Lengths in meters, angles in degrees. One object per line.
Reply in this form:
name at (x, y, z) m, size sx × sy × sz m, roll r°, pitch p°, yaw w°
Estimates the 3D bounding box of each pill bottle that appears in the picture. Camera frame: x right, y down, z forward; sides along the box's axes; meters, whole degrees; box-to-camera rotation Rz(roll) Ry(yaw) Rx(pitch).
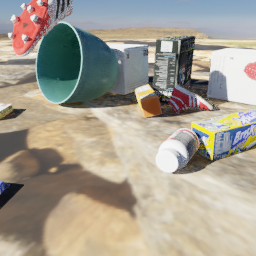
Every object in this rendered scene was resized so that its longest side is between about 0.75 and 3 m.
pill bottle at (0.971, 0.448, 5.533) m, size 0.604 × 0.604 × 1.092 m, roll 11°, pitch 24°, yaw 27°

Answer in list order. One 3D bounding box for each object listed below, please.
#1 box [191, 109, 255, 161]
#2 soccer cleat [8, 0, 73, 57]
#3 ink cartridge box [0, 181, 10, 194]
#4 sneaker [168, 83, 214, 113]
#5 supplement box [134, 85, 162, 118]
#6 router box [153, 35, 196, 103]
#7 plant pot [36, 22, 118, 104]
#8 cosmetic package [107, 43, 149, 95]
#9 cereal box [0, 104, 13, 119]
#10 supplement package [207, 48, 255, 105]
box at (2.455, 0.096, 6.365) m, size 2.101 × 0.676 × 0.736 m, roll -10°, pitch 24°, yaw -27°
soccer cleat at (-1.712, -2.540, 6.077) m, size 0.827 × 2.411 × 1.027 m, roll 13°, pitch -11°, yaw 29°
ink cartridge box at (-2.450, 1.076, 4.497) m, size 0.605 × 0.213 × 1.014 m, roll 4°, pitch 20°, yaw 10°
sneaker at (1.963, -0.728, 8.930) m, size 1.466 × 0.825 × 0.522 m, roll 28°, pitch 15°, yaw -11°
supplement box at (0.615, -0.901, 8.992) m, size 0.605 × 0.585 × 1.759 m, roll -14°, pitch 21°, yaw 2°
router box at (1.784, -2.319, 10.590) m, size 0.887 × 2.140 × 2.855 m, roll 9°, pitch 22°, yaw 21°
plant pot at (-1.589, -2.110, 9.729) m, size 2.589 × 2.589 × 2.078 m, roll 19°, pitch 15°, yaw 40°
cosmetic package at (-0.493, -2.520, 11.604) m, size 2.149 × 1.773 × 1.771 m, roll 14°, pitch 26°, yaw 33°
cereal box at (-4.359, -0.513, 8.495) m, size 1.363 × 0.269 × 0.980 m, roll 1°, pitch 21°, yaw 2°
supplement package at (4.531, -1.832, 9.931) m, size 2.820 × 1.709 × 1.688 m, roll 16°, pitch 26°, yaw 35°
